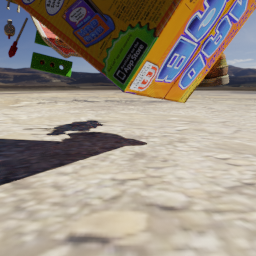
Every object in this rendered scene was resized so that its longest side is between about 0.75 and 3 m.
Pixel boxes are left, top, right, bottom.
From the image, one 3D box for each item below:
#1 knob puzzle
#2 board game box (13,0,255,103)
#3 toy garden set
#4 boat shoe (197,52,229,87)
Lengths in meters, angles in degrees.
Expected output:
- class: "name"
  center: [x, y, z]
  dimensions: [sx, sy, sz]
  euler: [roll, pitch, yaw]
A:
- class: "knob puzzle"
  center: [-1.424, -2.628, 6.797]
  dimensions: [2.032, 2.032, 0.282]
  euler: [-6, 9, -34]
- class: "board game box"
  center: [0.380, -2.533, 5.067]
  dimensions: [2.930, 2.932, 2.930]
  euler: [42, 20, 21]
- class: "toy garden set"
  center: [-2.210, -2.570, 6.983]
  dimensions: [1.871, 2.244, 0.448]
  euler: [10, 0, -24]
- class: "boat shoe"
  center: [1.396, -1.461, 7.002]
  dimensions: [2.318, 0.788, 0.834]
  euler: [4, 21, 41]
